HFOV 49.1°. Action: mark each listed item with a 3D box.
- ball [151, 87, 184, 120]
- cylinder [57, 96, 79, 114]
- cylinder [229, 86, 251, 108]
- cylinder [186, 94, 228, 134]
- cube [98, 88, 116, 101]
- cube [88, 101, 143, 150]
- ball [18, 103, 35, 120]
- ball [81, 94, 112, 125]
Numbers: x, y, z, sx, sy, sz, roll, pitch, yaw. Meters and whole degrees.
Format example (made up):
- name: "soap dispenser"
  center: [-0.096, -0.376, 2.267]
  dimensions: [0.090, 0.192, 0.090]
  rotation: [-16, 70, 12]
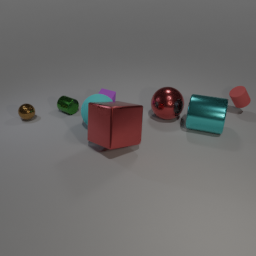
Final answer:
- name: "ball"
  center: [1.667, -1.041, 11.832]
  dimensions: [1.400, 1.400, 1.400]
  rotation: [0, 31, 0]
- name: "cylinder"
  center: [-2.679, -1.031, 12.504]
  dimensions: [0.700, 0.700, 0.700]
  rotation: [21, 37, 30]
- name: "cylinder"
  center: [4.855, -1.344, 12.147]
  dimensions: [0.700, 0.700, 0.700]
  rotation: [-28, 34, 20]
- name: "cylinder"
  center: [3.103, -0.555, 11.027]
  dimensions: [1.400, 1.400, 1.400]
  rotation: [11, 33, 17]
- name: "cube"
  center: [-0.991, -1.252, 12.626]
  dimensions: [0.700, 0.700, 0.700]
  rotation: [15, 44, 8]
- name: "cube"
  center: [-0.462, -0.157, 9.839]
  dimensions: [1.400, 1.400, 1.400]
  rotation: [-7, 15, -40]
- name: "ball"
  center: [-4.304, -0.693, 11.909]
  dimensions: [0.700, 0.700, 0.700]
  rotation: [0, 31, 0]
- name: "ball"
  center: [-1.173, -0.660, 11.201]
  dimensions: [1.400, 1.400, 1.400]
  rotation: [0, 31, 0]
